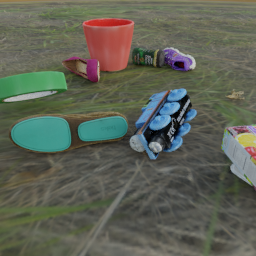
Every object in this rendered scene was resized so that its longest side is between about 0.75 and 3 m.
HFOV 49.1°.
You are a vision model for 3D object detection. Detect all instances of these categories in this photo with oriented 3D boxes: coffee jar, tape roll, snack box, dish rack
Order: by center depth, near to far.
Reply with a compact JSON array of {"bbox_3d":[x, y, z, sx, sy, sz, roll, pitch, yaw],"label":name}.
[{"bbox_3d":[3.498,0.513,5.940,2.400,0.636,1.707,-5,31,-7],"label":"snack box"},{"bbox_3d":[3.388,0.881,6.314,1.714,0.373,1.471,-17,35,-26],"label":"dish rack"},{"bbox_3d":[-3.034,-1.216,8.578,2.246,0.540,2.246,-11,4,1],"label":"tape roll"},{"bbox_3d":[0.989,-3.348,13.301,1.530,0.798,0.653,12,34,22],"label":"coffee jar"}]

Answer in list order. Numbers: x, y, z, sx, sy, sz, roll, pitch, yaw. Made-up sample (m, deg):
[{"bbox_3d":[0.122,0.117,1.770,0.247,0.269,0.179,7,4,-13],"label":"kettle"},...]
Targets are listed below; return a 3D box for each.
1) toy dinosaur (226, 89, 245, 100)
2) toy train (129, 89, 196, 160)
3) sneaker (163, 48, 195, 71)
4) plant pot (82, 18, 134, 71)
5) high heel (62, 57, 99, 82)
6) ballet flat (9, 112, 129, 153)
[{"bbox_3d":[3.840,-1.142,10.020,0.579,0.333,1.144,-1,18,31],"label":"toy dinosaur"},{"bbox_3d":[0.882,-0.155,7.283,1.319,1.001,2.309,-12,29,40],"label":"toy train"},{"bbox_3d":[2.144,-3.167,13.028,0.844,0.816,2.023,-29,41,-32],"label":"sneaker"},{"bbox_3d":[-0.870,-3.815,12.872,2.286,2.023,2.286,0,30,0],"label":"plant pot"},{"bbox_3d":[-1.965,-2.414,11.554,1.355,0.951,2.820,-4,17,-15],"label":"high heel"},{"bbox_3d":[-1.487,0.020,7.371,2.981,1.011,1.078,-9,10,-16],"label":"ballet flat"}]
